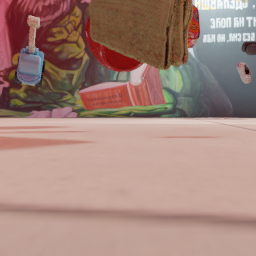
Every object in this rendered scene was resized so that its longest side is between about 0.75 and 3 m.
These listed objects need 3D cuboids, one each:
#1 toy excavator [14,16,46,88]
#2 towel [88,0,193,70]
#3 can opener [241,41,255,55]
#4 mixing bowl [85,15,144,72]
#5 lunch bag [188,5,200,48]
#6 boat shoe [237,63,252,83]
[{"bbox_3d":[-2.708,-2.086,7.892,0.796,1.549,1.593,8,-17,-18],"label":"toy excavator"},{"bbox_3d":[0.096,-2.304,5.134,0.501,2.036,2.745,-19,35,-34],"label":"towel"},{"bbox_3d":[3.108,-1.796,5.882,1.374,0.460,0.367,-3,35,-10],"label":"can opener"},{"bbox_3d":[-0.189,-3.079,10.109,2.778,2.778,1.505,0,44,-4],"label":"mixing bowl"},{"bbox_3d":[1.250,-2.816,7.927,1.553,1.368,0.636,1,-15,-6],"label":"lunch bag"},{"bbox_3d":[3.814,-1.748,9.036,0.894,0.329,0.292,38,-10,-35],"label":"boat shoe"}]
